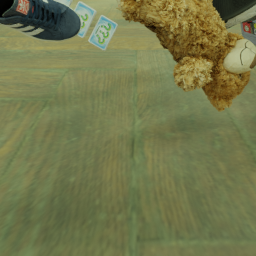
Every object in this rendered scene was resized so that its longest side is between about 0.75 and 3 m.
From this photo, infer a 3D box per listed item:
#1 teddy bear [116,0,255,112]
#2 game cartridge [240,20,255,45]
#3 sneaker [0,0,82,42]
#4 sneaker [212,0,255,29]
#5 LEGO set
[{"bbox_3d":[0.950,-1.482,4.073,0.942,2.823,2.046,-32,15,38],"label":"teddy bear"},{"bbox_3d":[3.194,-2.583,6.697,0.335,1.641,1.092,-46,48,-8],"label":"game cartridge"},{"bbox_3d":[-1.503,-1.735,4.142,1.849,0.693,0.781,4,9,-30],"label":"sneaker"},{"bbox_3d":[2.673,-2.053,4.622,1.748,1.210,2.895,24,-19,-32],"label":"sneaker"},{"bbox_3d":[-0.898,-3.879,7.754,2.091,2.799,0.687,30,18,-7],"label":"LEGO set"}]
